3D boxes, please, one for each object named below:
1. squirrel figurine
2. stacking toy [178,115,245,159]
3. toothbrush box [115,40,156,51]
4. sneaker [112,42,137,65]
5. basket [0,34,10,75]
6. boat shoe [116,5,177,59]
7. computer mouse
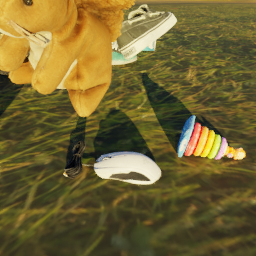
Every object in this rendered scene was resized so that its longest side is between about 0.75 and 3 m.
[{"bbox_3d":[-1.056,-1.925,4.559,1.949,2.570,2.754,33,75,20],"label":"squirrel figurine"},{"bbox_3d":[1.806,0.381,5.975,1.390,0.807,0.763,20,35,7],"label":"stacking toy"},{"bbox_3d":[0.195,-4.847,14.890,2.566,1.094,1.878,3,29,7],"label":"toothbrush box"},{"bbox_3d":[-0.962,-3.524,12.432,2.839,1.134,1.013,11,31,19],"label":"sneaker"},{"bbox_3d":[-4.378,-3.012,11.107,2.137,1.525,1.592,8,31,14],"label":"basket"},{"bbox_3d":[0.462,-2.607,6.979,0.947,0.853,2.678,-21,20,36],"label":"boat shoe"},{"bbox_3d":[-0.292,0.670,5.570,1.915,0.420,1.050,5,28,9],"label":"computer mouse"}]
